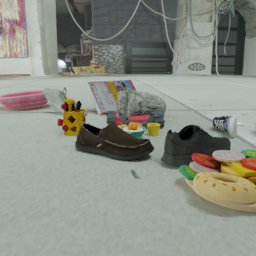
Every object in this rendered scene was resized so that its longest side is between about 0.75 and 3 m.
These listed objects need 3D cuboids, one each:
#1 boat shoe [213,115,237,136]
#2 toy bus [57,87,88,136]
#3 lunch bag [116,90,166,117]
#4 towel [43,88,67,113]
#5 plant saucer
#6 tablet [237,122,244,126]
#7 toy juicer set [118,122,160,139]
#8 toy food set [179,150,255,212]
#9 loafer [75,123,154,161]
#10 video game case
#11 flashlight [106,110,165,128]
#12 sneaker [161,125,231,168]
[{"bbox_3d":[3.626,-0.081,10.559,0.876,0.705,1.888,-4,6,23],"label":"boat shoe"},{"bbox_3d":[-1.925,-0.475,10.320,0.824,1.504,1.594,3,-29,9],"label":"toy bus"},{"bbox_3d":[0.589,-0.963,12.039,1.560,1.296,1.860,5,3,39],"label":"lunch bag"},{"bbox_3d":[-3.459,-1.342,13.972,1.266,1.479,0.356,10,50,36],"label":"towel"},{"bbox_3d":[-5.783,-1.616,15.892,2.965,0.751,2.965,-5,13,1],"label":"plant saucer"},{"bbox_3d":[4.455,-0.233,12.142,0.693,0.073,1.064,-3,15,-13],"label":"tablet"},{"bbox_3d":[-0.019,0.045,9.946,2.212,0.602,1.407,-14,20,-43],"label":"toy juicer set"},{"bbox_3d":[2.349,1.022,6.024,2.414,0.587,2.390,-2,13,-7],"label":"toy food set"},{"bbox_3d":[-0.474,0.328,8.181,2.531,0.903,0.924,6,15,21],"label":"loafer"},{"bbox_3d":[-0.620,-1.687,14.818,2.803,2.004,0.245,-10,-27,-33],"label":"video game case"},{"bbox_3d":[0.280,-0.383,11.093,2.288,0.774,0.777,-6,52,-6],"label":"flashlight"},{"bbox_3d":[1.967,0.398,7.647,2.321,1.053,0.881,-7,15,-31],"label":"sneaker"}]
